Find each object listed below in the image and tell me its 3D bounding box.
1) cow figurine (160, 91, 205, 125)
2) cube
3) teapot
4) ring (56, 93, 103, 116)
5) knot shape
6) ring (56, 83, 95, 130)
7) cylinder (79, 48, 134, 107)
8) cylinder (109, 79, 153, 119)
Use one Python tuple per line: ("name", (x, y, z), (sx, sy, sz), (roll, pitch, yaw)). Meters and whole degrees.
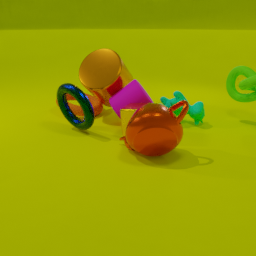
("cow figurine", (1.646, -0.548, 8.400), (1.224, 1.204, 0.672), (-17, 41, 50))
("cube", (0.287, -0.224, 7.369), (0.733, 0.733, 0.733), (2, 19, 22))
("teapot", (0.526, 0.015, 6.355), (2.047, 1.273, 1.002), (-34, 37, 30))
("ring", (-1.606, -0.825, 9.381), (1.594, 0.319, 1.594), (13, 24, -6))
("knot shape", (3.557, -1.146, 7.679), (1.684, 0.778, 1.576), (30, -6, 13))
("ring", (-1.422, -0.560, 7.523), (1.377, 1.377, 0.275), (18, 42, 39))
("cylinder", (-0.628, -1.536, 8.815), (1.390, 1.390, 1.390), (9, -14, 21))
("cylinder", (0.115, -0.751, 8.217), (0.981, 0.981, 0.981), (-36, 18, 11))
